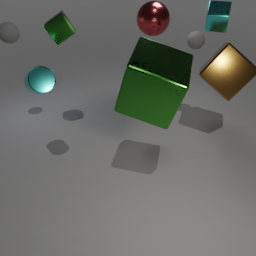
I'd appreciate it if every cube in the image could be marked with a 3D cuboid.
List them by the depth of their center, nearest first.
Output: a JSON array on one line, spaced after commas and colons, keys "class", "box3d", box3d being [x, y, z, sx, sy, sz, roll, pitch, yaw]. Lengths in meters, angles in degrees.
[{"class": "cube", "box3d": [0.623, -1.087, 6.789, 1.400, 1.400, 1.400, 19, 46, 0]}, {"class": "cube", "box3d": [-2.133, -3.149, 8.788, 0.700, 0.700, 0.700, -33, 29, 8]}, {"class": "cube", "box3d": [2.986, -3.692, 9.288, 0.700, 0.700, 0.700, 10, 65, 15]}, {"class": "cube", "box3d": [3.512, -2.033, 9.926, 1.400, 1.400, 1.400, 42, 23, -1]}]

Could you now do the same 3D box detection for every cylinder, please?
[{"class": "cylinder", "box3d": [-2.350, -1.257, 7.436, 0.700, 0.700, 0.700, -16, 12, -26]}]

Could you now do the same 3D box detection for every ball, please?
[{"class": "ball", "box3d": [-4.014, -3.207, 9.436, 0.700, 0.700, 0.700, 0, 30, 0]}, {"class": "ball", "box3d": [2.710, -3.495, 11.172, 0.700, 0.700, 0.700, 0, 30, 0]}, {"class": "ball", "box3d": [1.065, -4.605, 11.820, 1.400, 1.400, 1.400, 0, 30, 0]}]
